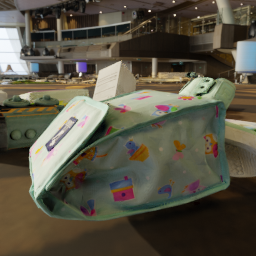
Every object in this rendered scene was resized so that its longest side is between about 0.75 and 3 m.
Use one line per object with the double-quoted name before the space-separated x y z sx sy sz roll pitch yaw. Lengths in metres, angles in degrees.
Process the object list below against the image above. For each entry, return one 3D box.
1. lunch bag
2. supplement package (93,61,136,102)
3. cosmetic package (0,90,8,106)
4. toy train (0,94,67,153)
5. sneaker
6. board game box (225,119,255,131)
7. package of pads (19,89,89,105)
"lunch bag" -0.160 0.238 3.397 2.065 1.259 1.759 -14 16 -19
"supplement package" -0.400 -1.131 8.718 0.915 1.528 0.926 -17 -42 30
"cosmetic package" -4.340 -0.534 7.952 1.628 1.004 1.633 -6 10 -27
"toy train" -2.259 -0.077 5.899 2.469 1.052 1.407 -4 24 -31
"sneaker" 1.437 -0.291 4.656 1.680 1.048 2.848 -46 22 -10
"board game box" 2.039 0.121 6.185 1.888 0.389 1.892 -9 14 -40
"package of pads" -2.879 -1.038 10.719 2.293 0.782 1.772 -8 6 -35
